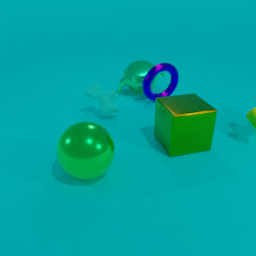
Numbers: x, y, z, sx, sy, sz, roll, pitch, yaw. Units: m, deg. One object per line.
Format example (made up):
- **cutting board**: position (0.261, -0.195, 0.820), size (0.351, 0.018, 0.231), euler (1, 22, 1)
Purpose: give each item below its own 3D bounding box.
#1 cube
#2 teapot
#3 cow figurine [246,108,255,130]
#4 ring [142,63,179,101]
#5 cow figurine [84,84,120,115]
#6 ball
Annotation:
- **cube**: position (1.361, -0.108, 6.921), size (1.108, 1.108, 1.108), euler (-8, 29, -14)
- **teapot**: position (0.411, -1.759, 10.126), size (2.028, 0.993, 1.261), euler (-20, 50, -10)
- **cow figurine**: position (3.523, -0.437, 6.946), size (1.143, 0.627, 1.124), euler (2, 69, -3)
- **ring**: position (1.089, -1.498, 9.242), size (1.358, 1.358, 0.272), euler (-13, 38, -23)
- **cow figurine**: position (-0.787, -0.831, 8.377), size (0.980, 0.996, 0.547), euler (-10, -13, 12)
- **ball**: position (-0.862, 0.454, 5.763), size (1.199, 1.199, 1.199), euler (0, 28, 0)
